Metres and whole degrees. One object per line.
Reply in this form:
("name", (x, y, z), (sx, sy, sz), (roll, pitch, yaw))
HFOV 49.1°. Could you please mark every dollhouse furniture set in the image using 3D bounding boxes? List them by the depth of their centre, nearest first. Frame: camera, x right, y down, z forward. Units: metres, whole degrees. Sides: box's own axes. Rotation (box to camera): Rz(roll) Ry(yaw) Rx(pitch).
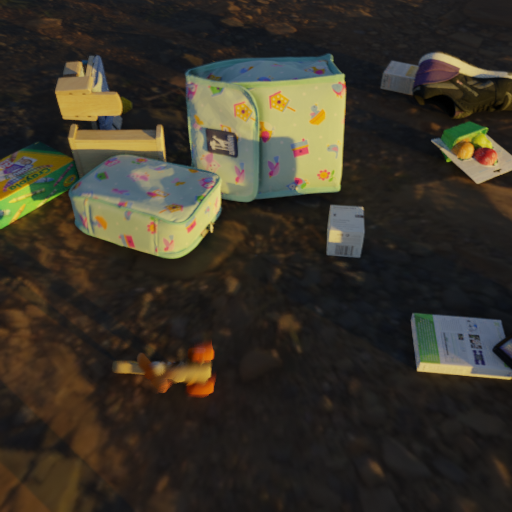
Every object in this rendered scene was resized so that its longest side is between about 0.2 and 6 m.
("dollhouse furniture set", (-2.734, -3.130, 11.395), (1.723, 2.493, 2.641), (-1, 53, -4))

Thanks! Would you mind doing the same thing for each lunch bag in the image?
("lunch bag", (-1.877, -0.975, 10.143), (2.467, 0.951, 1.979), (16, 38, 14))
("lunch bag", (0.124, -2.386, 10.586), (2.871, 2.445, 1.750), (-6, 37, -5))

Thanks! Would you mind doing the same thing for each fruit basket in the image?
("fruit basket", (4.608, -2.135, 11.808), (1.339, 0.678, 1.446), (-23, 63, -22))

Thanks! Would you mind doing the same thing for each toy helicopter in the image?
("toy helicopter", (-1.345, 1.557, 7.561), (1.493, 0.589, 0.987), (-1, -4, 24))

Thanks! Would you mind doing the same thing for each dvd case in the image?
("dvd case", (4.574, 1.391, 7.986), (2.063, 0.181, 1.472), (-24, 55, -27))

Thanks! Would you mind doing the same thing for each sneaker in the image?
("sneaker", (5.156, -3.711, 13.341), (2.946, 1.116, 1.290), (18, 76, 5))

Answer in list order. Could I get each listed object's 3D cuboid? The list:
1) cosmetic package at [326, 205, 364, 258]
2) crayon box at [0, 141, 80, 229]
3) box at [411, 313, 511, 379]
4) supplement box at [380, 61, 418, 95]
("cosmetic package", (1.564, -0.437, 9.848), (0.598, 0.599, 0.725), (4, 43, 4))
("crayon box", (-4.619, -1.415, 10.919), (1.176, 0.577, 1.981), (27, 49, 26))
("box", (2.994, 1.309, 8.232), (1.327, 0.241, 0.958), (5, 43, 4))
("supplement box", (3.941, -4.532, 14.392), (1.268, 0.466, 0.799), (19, 47, 19))
